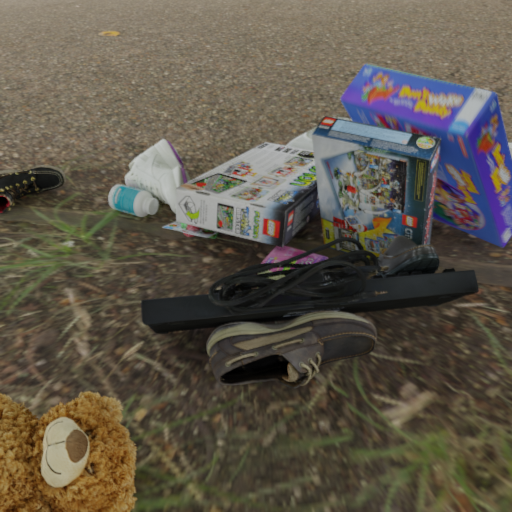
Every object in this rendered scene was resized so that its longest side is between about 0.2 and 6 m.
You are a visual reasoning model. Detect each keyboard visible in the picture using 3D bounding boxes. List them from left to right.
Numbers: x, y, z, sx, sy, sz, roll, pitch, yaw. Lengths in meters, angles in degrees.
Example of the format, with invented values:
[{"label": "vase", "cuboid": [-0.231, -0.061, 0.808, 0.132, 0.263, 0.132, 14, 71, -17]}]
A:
[{"label": "keyboard", "cuboid": [0.830, 0.384, 8.284, 4.951, 2.577, 0.981, -6, 79, -8]}]

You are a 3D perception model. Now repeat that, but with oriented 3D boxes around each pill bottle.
[{"label": "pill bottle", "cuboid": [-2.660, -1.187, 12.240, 1.042, 0.577, 0.577, 16, 37, 24]}]

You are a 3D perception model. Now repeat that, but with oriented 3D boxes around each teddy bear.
[{"label": "teddy bear", "cuboid": [-3.119, 2.476, 6.254, 3.438, 1.148, 2.493, 2, 36, 3]}]

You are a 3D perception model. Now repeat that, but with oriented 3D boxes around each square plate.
[{"label": "square plate", "cuboid": [2.578, -3.224, 15.488, 2.646, 0.380, 2.671, 22, 39, 29]}]

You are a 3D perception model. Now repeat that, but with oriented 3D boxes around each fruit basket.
[{"label": "fruit basket", "cuboid": [-1.195, -0.625, 11.297, 1.020, 0.516, 1.101, 13, 14, 19]}]

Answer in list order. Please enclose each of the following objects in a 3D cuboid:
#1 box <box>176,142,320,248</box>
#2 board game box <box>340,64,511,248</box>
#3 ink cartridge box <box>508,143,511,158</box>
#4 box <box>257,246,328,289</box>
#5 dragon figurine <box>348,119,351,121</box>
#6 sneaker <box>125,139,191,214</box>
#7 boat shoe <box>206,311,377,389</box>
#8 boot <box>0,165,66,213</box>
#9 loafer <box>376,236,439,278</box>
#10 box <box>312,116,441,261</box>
[{"label": "box", "cuboid": [0.341, -1.493, 12.027, 2.300, 0.726, 4.179, 15, 28, 21]}, {"label": "board game box", "cuboid": [3.407, -1.783, 10.487, 2.526, 3.757, 0.841, 31, 83, 39]}, {"label": "ink cartridge box", "cuboid": [6.072, -2.403, 13.894, 1.037, 0.761, 0.430, 3, 34, 2]}, {"label": "box", "cuboid": [0.652, 0.309, 10.063, 1.016, 0.491, 0.894, 17, 36, 22]}, {"label": "dragon figurine", "cuboid": [3.694, -3.775, 15.082, 4.270, 1.257, 2.123, -14, 49, -24]}, {"label": "sneaker", "cuboid": [-2.171, -1.582, 12.724, 1.409, 1.059, 2.828, -27, 39, -3]}, {"label": "boat shoe", "cuboid": [0.539, 1.473, 8.119, 2.500, 0.931, 0.916, -8, 44, 2]}, {"label": "boot", "cuboid": [-5.329, -1.508, 12.654, 1.755, 0.642, 1.321, 1, 32, 7]}, {"label": "loafer", "cuboid": [2.352, 0.046, 9.114, 0.776, 2.132, 0.771, -4, 78, -6]}, {"label": "box", "cuboid": [2.089, -0.983, 9.870, 1.966, 2.878, 0.542, 18, 57, 24]}]
